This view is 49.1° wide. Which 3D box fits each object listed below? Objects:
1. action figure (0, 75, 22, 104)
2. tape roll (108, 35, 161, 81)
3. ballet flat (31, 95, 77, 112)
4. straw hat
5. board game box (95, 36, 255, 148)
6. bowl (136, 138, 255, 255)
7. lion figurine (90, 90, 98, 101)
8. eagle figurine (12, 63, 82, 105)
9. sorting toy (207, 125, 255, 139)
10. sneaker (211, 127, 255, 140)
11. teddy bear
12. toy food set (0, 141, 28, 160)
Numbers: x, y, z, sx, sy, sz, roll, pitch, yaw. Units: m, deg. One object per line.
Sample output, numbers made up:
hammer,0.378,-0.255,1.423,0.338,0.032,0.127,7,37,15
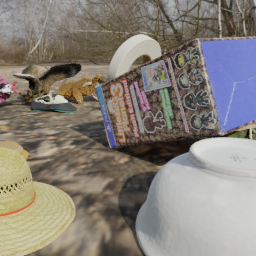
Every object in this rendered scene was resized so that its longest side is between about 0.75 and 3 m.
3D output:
action figure,-5.108,-1.231,10.095,2.726,1.826,2.030,-1,-12,2
tape roll,0.292,-2.285,10.683,0.457,2.501,2.501,38,34,29
ballet flat,-2.533,-0.838,9.477,1.646,0.601,0.601,4,15,12
straw hat,-1.598,0.679,3.349,1.928,0.816,1.928,0,16,0
board game box,1.091,-0.598,5.336,2.196,1.334,2.754,-15,2,-36
bowl,1.148,0.701,2.990,2.153,0.968,2.153,-1,15,0
lion figurine,-0.678,-0.919,9.396,0.479,0.810,1.322,-49,35,-11
eagle figurine,-3.201,-1.869,10.917,1.890,2.491,1.880,30,-33,-10
sorting toy,2.554,0.196,6.188,1.700,0.250,1.257,5,19,6
sneaker,2.691,0.057,4.674,2.560,1.149,0.859,4,34,15
teddy bear,-1.735,-1.565,11.293,2.058,0.687,1.492,-22,48,0
toy food set,-2.437,0.477,5.185,0.999,0.243,0.989,-14,20,-41
